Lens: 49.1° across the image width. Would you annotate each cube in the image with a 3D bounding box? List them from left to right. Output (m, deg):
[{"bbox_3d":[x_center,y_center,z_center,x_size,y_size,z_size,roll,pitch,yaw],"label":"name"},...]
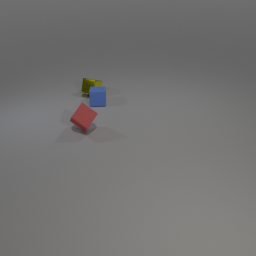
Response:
[{"bbox_3d":[-1.639,-0.395,10.330,0.700,0.700,0.700,35,74,-8],"label":"cube"},{"bbox_3d":[-1.720,-1.963,13.369,0.700,0.700,0.700,15,11,24],"label":"cube"},{"bbox_3d":[-1.350,-1.424,12.593,0.700,0.700,0.700,-1,27,-2],"label":"cube"}]
